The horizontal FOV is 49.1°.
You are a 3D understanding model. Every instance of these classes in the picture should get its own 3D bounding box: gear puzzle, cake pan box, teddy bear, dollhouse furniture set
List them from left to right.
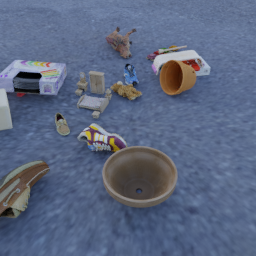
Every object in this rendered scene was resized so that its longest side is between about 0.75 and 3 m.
[{"bbox_3d":[-3.763,-2.038,11.208,2.217,0.630,2.408,3,30,-2],"label":"cake pan box"},{"bbox_3d":[-1.523,-1.328,10.502,1.547,0.886,1.814,11,40,14],"label":"dollhouse furniture set"},{"bbox_3d":[-0.066,-1.511,11.092,0.938,0.432,1.293,-22,44,-27],"label":"teddy bear"},{"bbox_3d":[1.912,-3.765,13.967,1.076,0.272,2.077,29,47,31],"label":"gear puzzle"}]

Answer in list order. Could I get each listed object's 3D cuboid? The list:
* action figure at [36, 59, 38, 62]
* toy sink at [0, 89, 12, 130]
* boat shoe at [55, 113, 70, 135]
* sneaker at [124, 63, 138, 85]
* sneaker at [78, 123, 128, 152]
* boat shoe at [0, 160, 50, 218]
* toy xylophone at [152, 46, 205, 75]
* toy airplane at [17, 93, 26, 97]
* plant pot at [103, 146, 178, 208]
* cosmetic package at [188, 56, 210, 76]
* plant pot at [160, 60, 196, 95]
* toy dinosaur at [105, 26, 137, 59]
[{"bbox_3d":[-4.169,-2.889,12.781,0.863,0.440,0.513,-1,50,-4],"label":"action figure"},{"bbox_3d":[-4.946,-0.497,9.388,1.817,1.018,1.185,-11,40,-21],"label":"toy sink"},{"bbox_3d":[-2.263,-0.144,9.472,0.384,0.344,1.037,-19,43,-22],"label":"boat shoe"},{"bbox_3d":[0.074,-2.302,11.881,0.538,0.611,1.370,-14,41,-7],"label":"sneaker"},{"bbox_3d":[-0.774,0.490,8.548,1.718,0.644,0.774,24,51,36],"label":"sneaker"},{"bbox_3d":[-2.944,1.754,6.817,0.973,0.997,2.634,49,44,5],"label":"boat shoe"},{"bbox_3d":[2.155,-2.980,12.276,2.258,0.567,1.653,-4,39,4],"label":"toy xylophone"},{"bbox_3d":[-4.673,-1.677,11.365,1.789,0.329,1.789,3,33,-2],"label":"toy airplane"},{"bbox_3d":[0.299,1.388,7.193,1.855,0.856,1.855,0,39,0],"label":"plant pot"},{"bbox_3d":[2.722,-2.767,12.636,1.584,0.409,1.194,-6,41,-7],"label":"cosmetic package"},{"bbox_3d":[2.050,-1.993,11.104,0.948,1.355,1.355,-5,36,-33],"label":"plant pot"},{"bbox_3d":[-0.564,-4.417,14.288,2.328,0.999,1.578,25,52,35],"label":"toy dinosaur"}]
